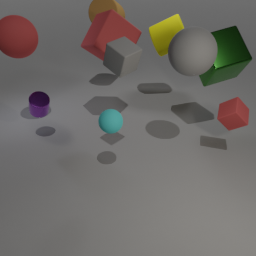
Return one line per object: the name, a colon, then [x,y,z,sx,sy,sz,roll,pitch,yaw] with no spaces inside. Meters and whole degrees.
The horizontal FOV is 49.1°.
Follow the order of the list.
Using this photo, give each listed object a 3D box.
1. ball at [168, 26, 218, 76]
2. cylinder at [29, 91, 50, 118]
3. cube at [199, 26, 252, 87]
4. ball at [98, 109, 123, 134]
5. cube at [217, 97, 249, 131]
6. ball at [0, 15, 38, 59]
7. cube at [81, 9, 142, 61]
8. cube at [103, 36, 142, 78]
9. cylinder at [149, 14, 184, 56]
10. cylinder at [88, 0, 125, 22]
ball: [1.869,-2.215,8.146,1.400,1.400,1.400,0,30,0]
cylinder: [-3.146,-0.826,9.920,0.700,0.700,0.700,8,59,-14]
cube: [3.298,-2.553,10.115,1.400,1.400,1.400,-17,76,-6]
ball: [-0.492,-0.189,7.958,0.700,0.700,0.700,0,30,0]
cube: [3.436,-0.454,9.133,0.700,0.700,0.700,-24,36,46]
ball: [-3.769,-3.074,9.482,1.400,1.400,1.400,0,30,0]
cube: [-0.639,-3.249,10.263,1.400,1.400,1.400,27,-1,-32]
cube: [-0.154,-1.913,7.555,0.700,0.700,0.700,41,52,20]
cylinder: [1.840,-4.124,12.532,1.400,1.400,1.400,-20,24,19]
cylinder: [-0.957,-5.289,13.073,1.400,1.400,1.400,7,14,12]
